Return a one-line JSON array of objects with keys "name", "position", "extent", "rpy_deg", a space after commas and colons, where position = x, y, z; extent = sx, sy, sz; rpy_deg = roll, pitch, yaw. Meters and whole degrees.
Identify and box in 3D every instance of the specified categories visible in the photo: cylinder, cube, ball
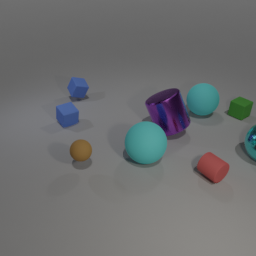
[{"name": "cylinder", "position": [2.619, 1.208, 8.624], "extent": [0.700, 0.700, 0.700], "rpy_deg": [-20, 39, -30]}, {"name": "cube", "position": [-2.520, -0.546, 11.644], "extent": [0.700, 0.700, 0.700], "rpy_deg": [-21, 51, -32]}, {"name": "ball", "position": [-1.481, 0.706, 8.811], "extent": [0.700, 0.700, 0.700], "rpy_deg": [0, 30, 0]}, {"name": "cube", "position": [4.936, -0.869, 12.298], "extent": [0.700, 0.700, 0.700], "rpy_deg": [-24, 40, -32]}, {"name": "ball", "position": [4.631, 0.492, 9.319], "extent": [1.400, 1.400, 1.400], "rpy_deg": [0, 30, 0]}, {"name": "ball", "position": [3.268, -1.249, 12.244], "extent": [1.400, 1.400, 1.400], "rpy_deg": [0, 30, 0]}, {"name": "ball", "position": [0.588, 0.485, 9.270], "extent": [1.400, 1.400, 1.400], "rpy_deg": [0, 30, 0]}, {"name": "cube", "position": [-2.435, -1.969, 13.639], "extent": [0.700, 0.700, 0.700], "rpy_deg": [0, 46, -39]}, {"name": "cylinder", "position": [1.540, -0.619, 10.830], "extent": [1.400, 1.400, 1.400], "rpy_deg": [-22, 19, 8]}]
